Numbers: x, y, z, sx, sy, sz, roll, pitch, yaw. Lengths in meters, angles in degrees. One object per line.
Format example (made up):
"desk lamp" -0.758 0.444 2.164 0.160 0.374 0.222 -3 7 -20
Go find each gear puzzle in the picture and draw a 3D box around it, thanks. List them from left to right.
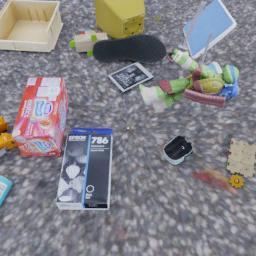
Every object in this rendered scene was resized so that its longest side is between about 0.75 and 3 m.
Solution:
"gear puzzle" 3.437 1.119 8.554 0.854 0.216 1.649 17 58 10

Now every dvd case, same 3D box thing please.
"dvd case" 0.100 -1.950 10.814 1.435 0.177 1.078 -29 58 -20

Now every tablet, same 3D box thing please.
"tablet" 2.350 -3.010 8.383 0.150 1.428 2.195 37 33 -26

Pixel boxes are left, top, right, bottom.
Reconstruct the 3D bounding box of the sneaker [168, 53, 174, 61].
"sneaker" 2.052 -2.875 11.321 0.985 0.470 0.389 33 62 24

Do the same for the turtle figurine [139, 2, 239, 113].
"turtle figurine" 1.405 -1.457 7.018 2.237 2.307 1.660 -24 12 20

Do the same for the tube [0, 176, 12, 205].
"tube" -3.919 2.323 7.466 0.850 0.553 2.196 20 59 5

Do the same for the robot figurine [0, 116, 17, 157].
"robot figurine" -4.743 0.610 8.607 2.351 0.684 1.705 -28 58 -20

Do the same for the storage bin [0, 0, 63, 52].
"storage bin" -4.233 -4.397 12.059 2.308 1.082 2.292 4 53 2

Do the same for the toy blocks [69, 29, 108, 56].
"toy blocks" -1.563 -3.743 11.841 1.766 0.882 1.207 -7 43 -7

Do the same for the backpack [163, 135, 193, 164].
"backpack" 1.497 0.706 8.567 0.812 0.611 0.721 -34 62 -16

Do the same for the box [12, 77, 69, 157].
"box" -2.711 -0.393 9.032 1.227 1.175 2.461 -1 54 -1

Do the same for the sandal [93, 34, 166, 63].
"sandal" 0.072 -3.216 11.273 2.932 1.102 0.702 2 23 4

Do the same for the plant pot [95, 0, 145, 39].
"plant pot" -0.197 -4.887 12.069 1.815 1.803 1.856 -25 63 -17

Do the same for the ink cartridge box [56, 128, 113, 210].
"ink cartridge box" -1.206 0.994 8.419 1.426 0.562 2.868 -1 53 0

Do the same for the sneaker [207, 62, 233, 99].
"sneaker" 3.272 -1.663 10.419 0.811 0.707 1.803 -23 49 2
